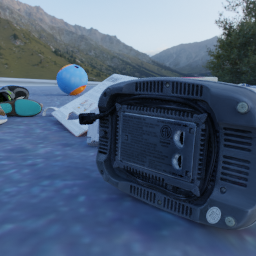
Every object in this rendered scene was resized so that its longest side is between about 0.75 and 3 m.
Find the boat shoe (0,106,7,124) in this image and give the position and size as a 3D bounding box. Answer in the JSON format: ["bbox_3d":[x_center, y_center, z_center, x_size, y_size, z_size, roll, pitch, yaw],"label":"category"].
[{"bbox_3d":[-4.076,-0.560,8.198,0.913,0.915,2.528,-4,11,-21],"label":"boat shoe"}]

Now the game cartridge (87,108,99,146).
[{"bbox_3d":[-0.146,-0.072,5.735,1.329,0.886,0.269,-1,-27,7],"label":"game cartridge"}]

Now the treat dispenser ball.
[{"bbox_3d":[-4.277,-3.688,21.493,2.335,2.335,2.335,0,10,0],"label":"treat dispenser ball"}]

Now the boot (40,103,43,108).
[{"bbox_3d":[-3.916,-0.893,11.548,0.821,0.395,1.123,-7,12,-37],"label":"boot"}]

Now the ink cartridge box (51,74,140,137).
[{"bbox_3d":[-0.688,-0.597,8.150,2.573,0.653,2.921,-35,27,-15],"label":"ink cartridge box"}]

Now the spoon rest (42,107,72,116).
[{"bbox_3d":[-2.539,-0.594,10.087,1.069,0.324,0.531,0,10,3],"label":"spoon rest"}]

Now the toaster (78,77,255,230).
[{"bbox_3d":[0.713,0.124,3.334,2.393,1.360,1.546,9,10,42],"label":"toaster"}]

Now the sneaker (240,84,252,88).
[{"bbox_3d":[4.619,-1.121,11.572,2.906,1.120,1.238,0,-3,-45],"label":"sneaker"}]

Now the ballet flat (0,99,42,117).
[{"bbox_3d":[-3.993,-0.706,9.912,1.911,0.650,0.654,-1,2,-9],"label":"ballet flat"}]

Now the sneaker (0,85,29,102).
[{"bbox_3d":[-4.896,-1.024,10.953,1.214,1.039,2.931,12,18,19],"label":"sneaker"}]

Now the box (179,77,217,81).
[{"bbox_3d":[1.688,-0.983,9.241,2.143,1.370,1.168,-3,11,-17],"label":"box"}]
